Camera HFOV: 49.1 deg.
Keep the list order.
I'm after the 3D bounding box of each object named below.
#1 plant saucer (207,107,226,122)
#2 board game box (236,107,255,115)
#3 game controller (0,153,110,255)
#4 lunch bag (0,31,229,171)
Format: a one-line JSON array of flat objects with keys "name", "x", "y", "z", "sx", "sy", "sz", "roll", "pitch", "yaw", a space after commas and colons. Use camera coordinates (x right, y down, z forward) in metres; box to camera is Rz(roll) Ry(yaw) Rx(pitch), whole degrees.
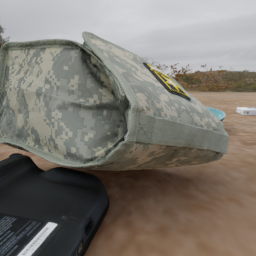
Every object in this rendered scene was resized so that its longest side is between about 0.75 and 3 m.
[{"name": "plant saucer", "x": 1.103, "y": -0.253, "z": 7.301, "sx": 2.715, "sy": 0.372, "sz": 2.715, "roll": -1, "pitch": 15, "yaw": 0}, {"name": "board game box", "x": 4.854, "y": -0.673, "z": 11.156, "sx": 0.794, "sy": 0.218, "sz": 1.258, "roll": 2, "pitch": 9, "yaw": 10}, {"name": "game controller", "x": -0.964, "y": 0.715, "z": 1.704, "sx": 1.328, "sy": 0.536, "sz": 2.546, "roll": 16, "pitch": 11, "yaw": 7}, {"name": "lunch bag", "x": -0.184, "y": -0.175, "z": 3.305, "sx": 2.357, "sy": 1.386, "sz": 1.933, "roll": 11, "pitch": -1, "yaw": 39}]
